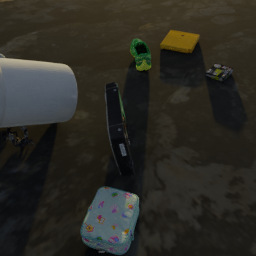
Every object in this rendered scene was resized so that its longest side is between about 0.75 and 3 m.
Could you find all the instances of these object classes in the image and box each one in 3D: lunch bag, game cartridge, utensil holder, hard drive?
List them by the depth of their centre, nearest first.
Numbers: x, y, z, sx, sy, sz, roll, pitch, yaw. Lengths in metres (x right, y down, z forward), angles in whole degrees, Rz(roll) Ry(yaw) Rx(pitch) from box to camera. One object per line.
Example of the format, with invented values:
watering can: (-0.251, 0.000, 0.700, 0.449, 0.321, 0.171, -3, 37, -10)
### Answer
lunch bag: (-0.344, 2.060, 6.239, 1.135, 0.545, 1.415, 13, 44, 10)
hard drive: (-0.250, -0.008, 7.705, 0.426, 1.575, 2.254, -11, 45, 3)
utensil holder: (-2.926, -1.030, 8.170, 2.328, 1.979, 1.979, -7, 38, -39)
game cartridge: (2.495, -4.126, 13.369, 1.493, 0.275, 1.694, 16, 47, 17)

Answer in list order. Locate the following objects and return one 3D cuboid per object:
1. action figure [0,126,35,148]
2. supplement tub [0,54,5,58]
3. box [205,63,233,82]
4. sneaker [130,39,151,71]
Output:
action figure: (-3.257, 0.254, 8.272, 1.053, 0.537, 0.626, 15, 35, 19)
supplement tub: (-5.343, -2.185, 10.697, 0.897, 0.897, 1.465, 32, 50, 30)
box: (3.667, -2.237, 11.267, 0.773, 0.214, 0.965, 27, 48, 27)
sneaker: (0.593, -3.313, 11.919, 0.836, 0.944, 2.258, -7, 42, -6)
